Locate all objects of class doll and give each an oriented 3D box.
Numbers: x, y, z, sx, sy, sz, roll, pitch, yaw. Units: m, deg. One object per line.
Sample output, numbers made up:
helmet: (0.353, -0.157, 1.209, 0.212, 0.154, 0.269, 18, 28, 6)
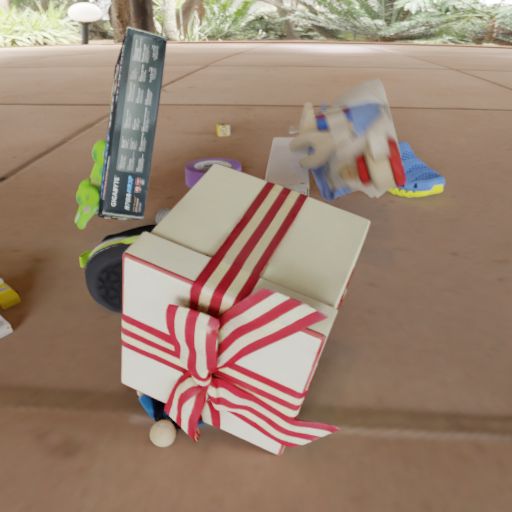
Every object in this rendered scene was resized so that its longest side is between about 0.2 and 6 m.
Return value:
doll: (-0.830, 1.480, 5.887, 0.864, 0.307, 1.266, 12, 33, 4)

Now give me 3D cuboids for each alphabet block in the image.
alphabet block: (-0.982, -3.775, 16.754, 0.351, 0.343, 0.345, -7, 25, -12)

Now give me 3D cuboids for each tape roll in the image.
tape roll: (-0.973, -1.863, 12.704, 1.261, 0.414, 1.261, 0, 27, 0)

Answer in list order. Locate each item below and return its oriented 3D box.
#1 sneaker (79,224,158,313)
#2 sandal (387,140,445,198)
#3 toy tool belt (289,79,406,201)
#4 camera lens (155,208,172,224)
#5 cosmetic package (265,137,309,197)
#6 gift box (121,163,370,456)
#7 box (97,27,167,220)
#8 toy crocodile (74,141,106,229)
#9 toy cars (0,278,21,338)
sneaker: (-0.801, -0.159, 8.194, 3.512, 1.259, 1.454, -5, 26, -11)
sandal: (3.140, -1.999, 12.271, 0.973, 1.066, 2.449, -12, 30, -27)
toy tool belt: (1.387, -1.685, 9.239, 1.857, 1.887, 3.022, -15, 26, 17)
camera lens: (-1.511, -0.623, 10.123, 0.529, 0.423, 0.423, 22, 33, 39)
cosmetic package: (0.587, -1.227, 10.396, 0.781, 1.273, 3.084, 3, 25, 4)
gift box: (-0.004, 0.528, 5.380, 2.210, 2.039, 2.063, 19, 41, 14)
box: (-1.859, -1.748, 8.149, 0.567, 2.463, 1.958, 7, 2, -19)
toy crocodile: (-2.602, -1.335, 9.454, 0.586, 1.897, 0.640, 21, 8, -19)
toy cars: (-3.583, 0.659, 7.573, 0.661, 0.327, 1.475, -6, 27, -12)
